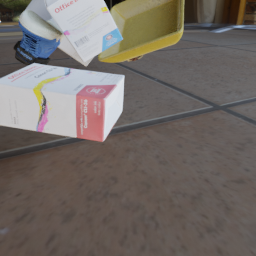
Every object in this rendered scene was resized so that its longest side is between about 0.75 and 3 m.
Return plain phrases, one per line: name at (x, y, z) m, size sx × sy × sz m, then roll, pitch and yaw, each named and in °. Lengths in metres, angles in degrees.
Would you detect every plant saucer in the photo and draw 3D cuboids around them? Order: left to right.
plant saucer at (0.559, -3.252, 8.839) m, size 2.769 × 0.671 × 2.769 m, roll -11°, pitch 53°, yaw 28°

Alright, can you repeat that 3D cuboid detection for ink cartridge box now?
ink cartridge box at (-1.578, -0.656, 5.833) m, size 2.729 × 0.921 × 1.589 m, roll 8°, pitch 27°, yaw 9°
ink cartridge box at (-1.176, -2.886, 6.913) m, size 1.221 × 1.900 × 1.190 m, roll -29°, pitch 48°, yaw 4°

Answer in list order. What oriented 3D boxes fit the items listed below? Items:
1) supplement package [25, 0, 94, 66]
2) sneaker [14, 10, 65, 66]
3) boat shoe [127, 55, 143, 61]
supplement package at (-2.165, -3.646, 10.069) m, size 1.489 × 1.508 × 2.487 m, roll 47°, pitch 11°, yaw 30°
sneaker at (-2.596, -2.315, 7.762) m, size 0.996 × 1.444 × 2.596 m, roll 39°, pitch 11°, yaw -13°
boat shoe at (0.279, -2.728, 10.433) m, size 0.576 × 0.577 × 1.599 m, roll 13°, pitch 14°, yaw 6°
